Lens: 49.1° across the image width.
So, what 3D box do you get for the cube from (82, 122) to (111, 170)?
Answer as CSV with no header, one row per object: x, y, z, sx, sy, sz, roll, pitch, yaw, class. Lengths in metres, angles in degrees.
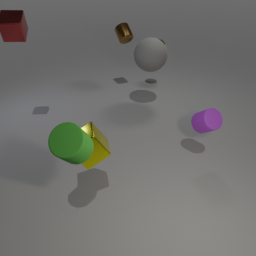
-0.929,0.424,6.777,0.700,0.700,0.700,-34,32,9,cube

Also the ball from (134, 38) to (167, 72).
0.950,-3.066,11.759,1.400,1.400,1.400,0,31,0,ball

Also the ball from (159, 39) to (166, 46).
1.499,-3.990,13.735,0.700,0.700,0.700,0,31,0,ball

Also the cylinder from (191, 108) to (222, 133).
2.497,-0.223,8.899,0.700,0.700,0.700,-16,-3,-25,cylinder

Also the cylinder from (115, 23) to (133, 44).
-0.188,-4.442,13.151,0.700,0.700,0.700,-16,77,-25,cylinder

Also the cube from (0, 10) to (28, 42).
-3.625,-3.218,8.854,0.700,0.700,0.700,-2,57,-6,cube

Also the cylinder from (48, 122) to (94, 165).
-1.093,0.315,5.469,0.700,0.700,0.700,-2,73,8,cylinder
